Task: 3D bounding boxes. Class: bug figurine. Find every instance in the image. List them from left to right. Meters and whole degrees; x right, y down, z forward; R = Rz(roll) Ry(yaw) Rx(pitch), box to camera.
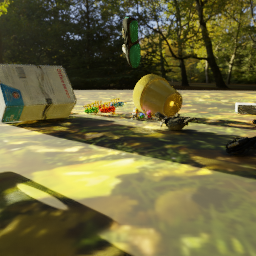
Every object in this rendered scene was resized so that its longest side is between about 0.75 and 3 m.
[{"bbox_3d":[-1.024,-0.924,12.464,1.647,0.547,2.124,-4,12,16],"label":"bug figurine"}]

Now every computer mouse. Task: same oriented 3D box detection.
[{"bbox_3d":[2.911,0.301,5.099,1.339,0.510,1.934,-8,12,-42],"label":"computer mouse"}]

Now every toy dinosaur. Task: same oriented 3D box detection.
[{"bbox_3d":[1.404,-0.123,8.097,0.737,0.554,1.441,-21,26,-30],"label":"toy dinosaur"}]

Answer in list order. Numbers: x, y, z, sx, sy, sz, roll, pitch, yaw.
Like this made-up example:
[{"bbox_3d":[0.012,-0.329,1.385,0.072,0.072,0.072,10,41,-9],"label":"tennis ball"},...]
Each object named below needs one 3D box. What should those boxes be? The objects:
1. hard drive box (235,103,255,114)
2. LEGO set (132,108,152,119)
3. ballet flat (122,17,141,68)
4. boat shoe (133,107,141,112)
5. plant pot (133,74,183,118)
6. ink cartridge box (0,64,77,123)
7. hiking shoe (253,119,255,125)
[{"bbox_3d":[5.290,-0.881,12.535,0.846,0.417,1.086,3,10,18],"label":"hard drive box"},{"bbox_3d":[0.457,-0.565,10.741,0.936,0.384,0.357,-7,11,-35],"label":"LEGO set"},{"bbox_3d":[0.085,-2.491,8.121,0.505,1.485,0.508,-29,46,-28],"label":"ballet flat"},{"bbox_3d":[0.563,-1.045,13.323,0.574,0.487,1.576,1,9,8],"label":"boat shoe"},{"bbox_3d":[1.278,-1.162,11.140,1.636,1.636,1.539,-7,26,-36],"label":"plant pot"},{"bbox_3d":[-3.418,-1.297,10.224,2.524,1.831,1.056,-7,-28,-37],"label":"ink cartridge box"},{"bbox_3d":[4.451,-0.286,8.745,1.107,0.480,0.412,0,9,-1],"label":"hiking shoe"}]
